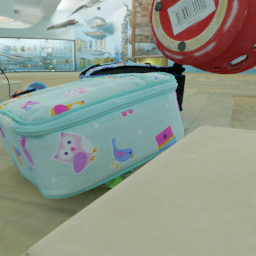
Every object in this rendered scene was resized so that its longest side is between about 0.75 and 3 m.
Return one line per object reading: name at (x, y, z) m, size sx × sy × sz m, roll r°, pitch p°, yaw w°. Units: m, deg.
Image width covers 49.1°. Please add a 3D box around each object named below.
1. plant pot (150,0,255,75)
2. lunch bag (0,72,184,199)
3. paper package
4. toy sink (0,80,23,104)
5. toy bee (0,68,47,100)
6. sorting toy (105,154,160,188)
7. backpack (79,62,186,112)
plant pot at (2.228, -2.958, 7.333) m, size 2.936 × 2.936 × 2.673 m, roll 13°, pitch 12°, yaw 43°
lunch bag at (-0.725, -0.171, 4.507) m, size 2.399 × 1.153 × 2.991 m, roll -24°, pitch 20°, yaw -27°
paper package at (1.228, 0.886, 1.441) m, size 2.511 × 1.299 × 2.393 m, roll 6°, pitch 15°, yaw 28°
toy sink at (-5.170, -1.249, 10.470) m, size 2.101 × 1.177 × 1.369 m, roll 8°, pitch 16°, yaw 29°
toy bee at (-2.980, -0.730, 8.507) m, size 2.652 × 1.442 × 1.736 m, roll 31°, pitch 22°, yaw 7°
sorting toy at (-0.387, 0.427, 5.238) m, size 1.959 × 0.390 × 2.651 m, roll -7°, pitch 15°, yaw -28°
backpack at (-0.014, -1.003, 8.095) m, size 2.694 × 1.812 × 2.459 m, roll -5°, pitch 14°, yaw -22°
